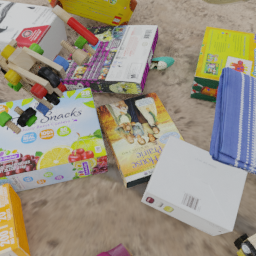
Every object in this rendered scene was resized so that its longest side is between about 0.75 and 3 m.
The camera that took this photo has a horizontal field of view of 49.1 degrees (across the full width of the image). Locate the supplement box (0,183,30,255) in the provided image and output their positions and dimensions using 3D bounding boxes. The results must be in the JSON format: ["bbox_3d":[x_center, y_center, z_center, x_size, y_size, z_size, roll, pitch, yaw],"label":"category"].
[{"bbox_3d":[-3.180,2.166,5.334,2.236,0.822,1.409,-19,53,-14],"label":"supplement box"}]

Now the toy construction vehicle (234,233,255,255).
[{"bbox_3d":[3.112,2.455,5.261,2.023,0.818,2.323,-17,56,-26],"label":"toy construction vehicle"}]

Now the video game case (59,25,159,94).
[{"bbox_3d":[-0.545,-2.232,8.780,2.603,0.514,2.872,4,51,15],"label":"video game case"}]

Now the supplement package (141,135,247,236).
[{"bbox_3d":[1.325,1.199,5.759,1.691,0.938,1.317,24,65,7],"label":"supplement package"}]

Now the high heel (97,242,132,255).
[{"bbox_3d":[0.028,2.921,4.876,0.876,0.614,1.823,-23,40,-29],"label":"high heel"}]

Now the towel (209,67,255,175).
[{"bbox_3d":[2.085,0.109,3.803,2.065,0.246,1.495,22,61,-10],"label":"towel"}]

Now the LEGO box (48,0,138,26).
[{"bbox_3d":[-1.433,-4.800,9.864,2.880,1.111,2.145,1,44,-38],"label":"LEGO box"}]

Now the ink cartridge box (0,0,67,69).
[{"bbox_3d":[-3.831,-3.030,9.178,2.959,1.239,2.135,10,52,8],"label":"ink cartridge box"}]

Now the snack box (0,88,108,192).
[{"bbox_3d":[-1.963,0.237,6.825,2.594,0.878,2.188,-10,53,-9],"label":"snack box"}]

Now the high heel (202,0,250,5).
[{"bbox_3d":[1.551,-3.047,4.753,2.285,0.816,1.629,39,89,32],"label":"high heel"}]

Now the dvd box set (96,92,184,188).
[{"bbox_3d":[0.365,0.187,7.196,1.788,0.359,2.444,-15,53,-12],"label":"dvd box set"}]

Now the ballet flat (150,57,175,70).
[{"bbox_3d":[0.862,-2.020,8.933,1.231,0.414,0.433,4,54,10],"label":"ballet flat"}]

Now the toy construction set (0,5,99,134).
[{"bbox_3d":[-1.597,-1.162,4.624,1.457,1.582,1.897,40,99,-5],"label":"toy construction set"}]

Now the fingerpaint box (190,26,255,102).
[{"bbox_3d":[3.147,-1.847,8.445,2.094,0.921,2.510,12,53,11],"label":"fingerpaint box"}]
